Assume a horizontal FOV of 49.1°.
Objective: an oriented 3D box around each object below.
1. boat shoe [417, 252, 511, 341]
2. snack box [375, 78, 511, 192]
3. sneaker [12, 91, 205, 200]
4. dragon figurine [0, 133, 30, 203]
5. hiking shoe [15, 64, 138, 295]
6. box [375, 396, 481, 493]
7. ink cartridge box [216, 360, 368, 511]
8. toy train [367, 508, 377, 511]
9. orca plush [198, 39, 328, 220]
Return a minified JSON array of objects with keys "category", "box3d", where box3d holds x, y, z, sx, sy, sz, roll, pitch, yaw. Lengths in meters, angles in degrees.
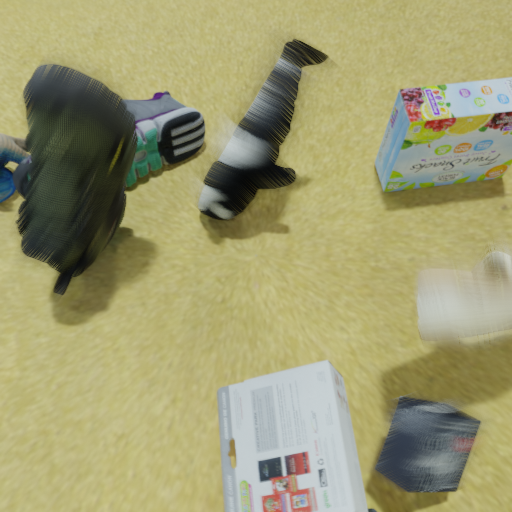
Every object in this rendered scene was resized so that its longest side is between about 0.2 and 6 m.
[{"category":"boat shoe","box3d":[3.000,0.404,6.802,2.655,0.979,0.918,-4,82,-33]},{"category":"snack box","box3d":[3.343,-1.994,9.419,2.273,1.917,0.769,-6,63,-5]},{"category":"sneaker","box3d":[-2.684,-1.976,9.967,3.471,1.292,1.519,-25,52,-26]},{"category":"dragon figurine","box3d":[-4.758,-1.432,9.648,3.156,1.569,0.929,-31,64,4]},{"category":"hiking shoe","box3d":[-2.480,-0.823,7.648,1.381,3.647,1.836,12,59,-1]},{"category":"box","box3d":[2.136,2.341,6.925,0.551,1.059,0.964,22,93,53]},{"category":"ink cartridge box","box3d":[0.418,2.491,7.228,1.633,0.780,1.860,-16,57,16]},{"category":"toy train","box3d":[0.854,4.229,6.521,0.608,0.453,2.654,38,64,7]},{"category":"orca plush","box3d":[0.246,-1.666,8.811,1.151,3.238,1.703,35,20,0]}]
